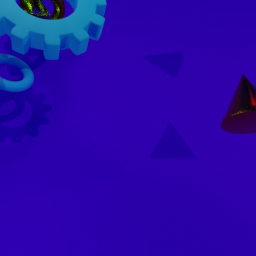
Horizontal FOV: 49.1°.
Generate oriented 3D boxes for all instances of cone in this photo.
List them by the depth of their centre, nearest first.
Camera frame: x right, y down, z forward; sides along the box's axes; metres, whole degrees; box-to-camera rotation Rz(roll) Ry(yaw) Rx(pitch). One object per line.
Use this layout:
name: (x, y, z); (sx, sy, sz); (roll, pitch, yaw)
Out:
cone: (2.436, -0.621, 5.738); (1.153, 1.153, 1.157); (1, 66, 1)

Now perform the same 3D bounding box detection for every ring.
ring: (-2.921, -1.362, 6.857); (1.209, 0.242, 1.209); (23, 41, -21)

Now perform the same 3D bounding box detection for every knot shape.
knot shape: (-2.386, -3.067, 6.760); (0.947, 2.050, 1.918); (-6, 40, 17)

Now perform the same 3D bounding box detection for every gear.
gear: (-1.347, -2.033, 4.602); (1.936, 0.358, 1.936); (7, 63, -15)
